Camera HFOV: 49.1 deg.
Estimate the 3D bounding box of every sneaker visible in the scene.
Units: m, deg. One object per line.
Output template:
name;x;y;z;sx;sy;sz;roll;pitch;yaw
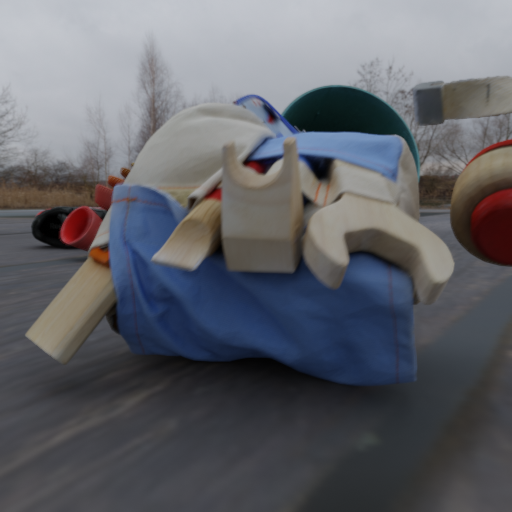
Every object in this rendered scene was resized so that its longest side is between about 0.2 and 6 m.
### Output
sneaker;-3.707;-0.646;12.412;2.672;0.945;1.306;-3;6;-4

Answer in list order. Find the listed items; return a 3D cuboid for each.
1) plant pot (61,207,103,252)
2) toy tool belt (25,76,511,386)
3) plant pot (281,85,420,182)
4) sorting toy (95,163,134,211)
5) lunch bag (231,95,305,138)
plant pot;-3.011;-0.404;10.131;0.765;0.765;0.677;4;-24;35
toy tool belt;0.288;0.086;3.410;3.101;1.936;1.906;1;35;23
plant pot;1.709;-1.846;13.444;3.427;3.427;2.750;-1;-13;-12
sorting toy;-1.917;-1.003;10.946;1.610;1.100;2.679;23;-5;20
lunch bag;-0.201;-1.437;9.896;2.651;2.124;1.002;-43;1;-16
